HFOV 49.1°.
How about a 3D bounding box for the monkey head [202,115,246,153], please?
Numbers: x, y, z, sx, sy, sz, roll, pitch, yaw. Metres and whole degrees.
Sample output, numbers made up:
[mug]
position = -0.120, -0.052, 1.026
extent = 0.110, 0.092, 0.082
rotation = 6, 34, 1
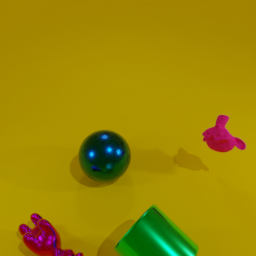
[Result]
[monkey head]
position = 2.297, 0.161, 6.879
extent = 1.174, 0.708, 0.845
rotation = 14, 73, 48

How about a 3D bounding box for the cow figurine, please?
[cow figurine]
position = -1.560, 2.420, 5.681
extent = 0.721, 1.293, 1.314
rotation = -43, 19, -25

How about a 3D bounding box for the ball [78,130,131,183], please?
[ball]
position = -0.593, 0.712, 7.152
extent = 1.340, 1.340, 1.340
rotation = 0, 41, 0

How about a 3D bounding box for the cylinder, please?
[cylinder]
position = 0.525, 2.246, 5.262
extent = 1.145, 1.145, 1.145
rotation = 42, 54, 16
